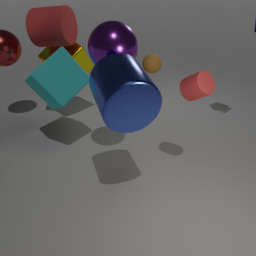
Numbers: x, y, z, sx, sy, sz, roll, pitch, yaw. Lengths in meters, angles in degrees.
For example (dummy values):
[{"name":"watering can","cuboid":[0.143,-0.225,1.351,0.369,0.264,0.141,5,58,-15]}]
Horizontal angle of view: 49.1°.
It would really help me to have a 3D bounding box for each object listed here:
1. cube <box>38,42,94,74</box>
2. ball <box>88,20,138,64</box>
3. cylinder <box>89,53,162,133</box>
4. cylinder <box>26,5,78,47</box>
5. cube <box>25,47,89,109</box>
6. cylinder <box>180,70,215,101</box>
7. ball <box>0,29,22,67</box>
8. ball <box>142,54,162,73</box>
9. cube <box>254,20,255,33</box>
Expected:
[{"name":"cube","cuboid":[-2.531,-2.766,11.640,1.400,1.400,1.400,38,82,24]},{"name":"ball","cuboid":[-0.418,-2.248,7.806,1.400,1.400,1.400,0,29,0]},{"name":"cylinder","cuboid":[-0.098,-0.834,6.618,1.400,1.400,1.400,-9,42,-16]},{"name":"cylinder","cuboid":[-2.786,-3.752,10.392,1.400,1.400,1.400,2,29,15]},{"name":"cube","cuboid":[-2.382,-1.623,9.453,1.400,1.400,1.400,-49,21,-19]},{"name":"cylinder","cuboid":[1.930,-1.167,7.812,0.700,0.700,0.700,-23,3,-35]},{"name":"ball","cuboid":[-4.916,-3.128,10.989,1.400,1.400,1.400,0,29,0]},{"name":"ball","cuboid":[0.876,-2.343,10.198,0.700,0.700,0.700,0,29,0]},{"name":"cube","cuboid":[5.001,-3.724,9.939,0.700,0.700,0.700,-13,20,-42]}]
